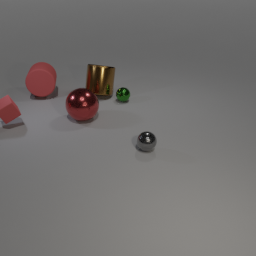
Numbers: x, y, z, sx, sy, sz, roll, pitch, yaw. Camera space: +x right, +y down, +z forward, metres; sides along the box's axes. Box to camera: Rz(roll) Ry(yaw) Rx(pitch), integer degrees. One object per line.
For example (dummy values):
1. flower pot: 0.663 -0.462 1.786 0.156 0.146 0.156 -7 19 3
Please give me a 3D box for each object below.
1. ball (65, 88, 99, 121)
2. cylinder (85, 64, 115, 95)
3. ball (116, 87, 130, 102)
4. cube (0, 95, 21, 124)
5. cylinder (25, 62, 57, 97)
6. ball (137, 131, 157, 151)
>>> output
1. ball: -1.922 -0.983 11.792 1.400 1.400 1.400 0 29 0
2. cylinder: -1.395 -2.430 14.065 1.400 1.400 1.400 7 12 -1
3. ball: -0.235 -1.622 13.596 0.700 0.700 0.700 0 29 0
4. cube: -4.787 -0.737 11.078 0.700 0.700 0.700 -34 47 -10
5. cylinder: -4.328 -2.456 14.057 1.400 1.400 1.400 -5 28 -9
6. ball: 0.658 0.465 9.809 0.700 0.700 0.700 0 29 0
